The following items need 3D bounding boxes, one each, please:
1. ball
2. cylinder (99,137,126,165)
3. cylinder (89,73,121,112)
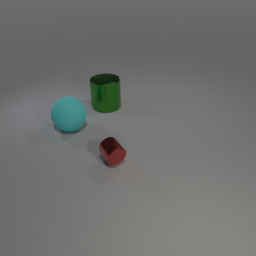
[{"bbox_3d":[-2.384,-0.566,11.282,1.400,1.400,1.400,0,31,0],"label":"ball"},{"bbox_3d":[-0.520,0.768,9.410,0.700,0.700,0.700,-17,42,-26],"label":"cylinder"},{"bbox_3d":[-1.037,-1.651,13.058,1.400,1.400,1.400,-1,31,1],"label":"cylinder"}]
